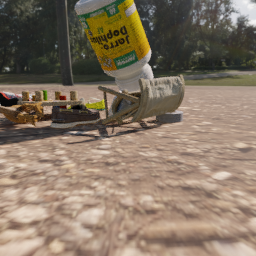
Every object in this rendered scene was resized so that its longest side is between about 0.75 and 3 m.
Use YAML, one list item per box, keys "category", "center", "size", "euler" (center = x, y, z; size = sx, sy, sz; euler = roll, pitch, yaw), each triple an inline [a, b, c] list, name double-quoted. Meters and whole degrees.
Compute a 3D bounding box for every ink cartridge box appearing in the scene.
- category: "ink cartridge box"
  center: [-0.267, -0.824, 9.592]
  size: [0.446, 0.766, 1.059]
  euler: [24, 29, 2]

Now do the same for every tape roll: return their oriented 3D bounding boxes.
- category: "tape roll"
  center: [1.396, -0.404, 9.471]
  size: [0.918, 0.303, 0.918]
  euler: [0, 10, 0]

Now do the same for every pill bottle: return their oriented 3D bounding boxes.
- category: "pill bottle"
  center: [-0.271, -2.681, 8.754]
  size: [1.690, 2.997, 1.690]
  euler: [-17, 33, 12]

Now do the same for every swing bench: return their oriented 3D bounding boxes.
- category: "swing bench"
  center: [0.456, -0.867, 8.636]
  size: [1.945, 1.269, 1.955]
  euler: [-14, 10, -43]

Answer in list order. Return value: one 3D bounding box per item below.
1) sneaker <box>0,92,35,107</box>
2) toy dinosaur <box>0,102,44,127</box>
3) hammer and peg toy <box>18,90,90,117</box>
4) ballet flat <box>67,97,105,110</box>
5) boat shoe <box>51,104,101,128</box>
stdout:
- category: "sneaker"
  center: [-4.970, -1.216, 12.750]
  size: [2.243, 0.749, 1.202]
  euler: [13, 15, 39]
- category: "toy dinosaur"
  center: [-3.425, -0.439, 8.396]
  size: [1.431, 0.814, 2.694]
  euler: [-2, -11, 17]
- category: "hammer and peg toy"
  center: [-2.549, -0.968, 10.542]
  size: [2.610, 0.920, 1.919]
  euler: [-6, 9, -37]
- category: "ballet flat"
  center: [-1.808, -1.056, 12.306]
  size: [1.689, 0.566, 0.564]
  euler: [-1, 10, -4]
- category: "boat shoe"
  center: [-1.576, -0.438, 8.799]
  size: [0.732, 0.606, 2.037]
  euler: [7, 13, 34]
